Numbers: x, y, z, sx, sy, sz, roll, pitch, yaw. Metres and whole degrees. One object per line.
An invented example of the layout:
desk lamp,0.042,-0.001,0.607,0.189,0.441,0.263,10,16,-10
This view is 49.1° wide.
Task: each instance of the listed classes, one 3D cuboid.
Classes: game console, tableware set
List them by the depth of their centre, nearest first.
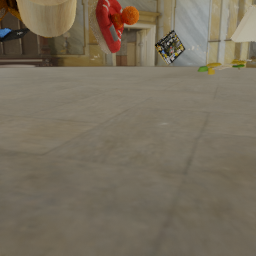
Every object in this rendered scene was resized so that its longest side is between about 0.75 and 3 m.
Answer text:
tableware set,1.605,-1.023,4.703,0.827,0.127,0.557,-20,24,-27
game console,-3.281,-2.705,7.758,0.731,0.484,0.831,-23,13,33

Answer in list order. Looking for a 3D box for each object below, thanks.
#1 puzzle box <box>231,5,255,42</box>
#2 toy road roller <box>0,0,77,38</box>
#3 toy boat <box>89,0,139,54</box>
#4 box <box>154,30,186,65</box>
puzzle box,3.055,-2.437,6.571,1.262,0.840,0.160,-14,53,-33
toy road roller,-2.377,-2.261,4.408,2.811,2.052,1.727,34,-14,-7
toy boat,-0.343,-3.531,9.201,1.461,1.459,2.236,-16,39,13
box,1.502,-2.861,9.917,0.267,0.863,1.080,-13,29,52
